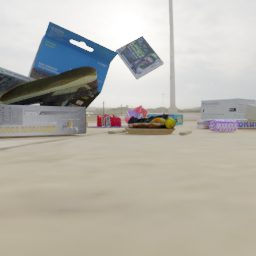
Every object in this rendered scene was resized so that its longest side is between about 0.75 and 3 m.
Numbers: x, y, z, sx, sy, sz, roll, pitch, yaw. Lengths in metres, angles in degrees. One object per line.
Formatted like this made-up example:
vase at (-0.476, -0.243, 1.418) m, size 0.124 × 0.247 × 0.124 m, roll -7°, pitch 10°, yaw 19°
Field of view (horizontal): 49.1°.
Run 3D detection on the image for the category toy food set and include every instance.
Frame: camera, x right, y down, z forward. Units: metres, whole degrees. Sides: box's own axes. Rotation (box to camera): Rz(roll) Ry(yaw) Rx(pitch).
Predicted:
toy food set at (0.548, -0.061, 6.910) m, size 1.928 × 0.387 × 1.331 m, roll 1°, pitch 2°, yaw 18°

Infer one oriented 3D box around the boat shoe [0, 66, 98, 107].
boat shoe at (-1.976, -0.887, 7.413) m, size 2.562 × 0.842 × 0.916 m, roll -21°, pitch 32°, yaw -14°

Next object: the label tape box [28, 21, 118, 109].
label tape box at (-1.837, -1.559, 8.398) m, size 2.044 × 0.897 × 2.834 m, roll 19°, pitch -27°, yaw -22°

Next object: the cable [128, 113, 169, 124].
cable at (0.947, -0.365, 12.917) m, size 1.951 × 0.608 × 2.392 m, roll 1°, pitch 2°, yaw 17°

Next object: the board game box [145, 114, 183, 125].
board game box at (1.649, -0.467, 16.199) m, size 1.998 × 0.621 × 2.646 m, roll -1°, pitch 2°, yaw -19°

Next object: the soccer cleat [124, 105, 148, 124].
soccer cleat at (0.256, -0.497, 15.343) m, size 0.870 × 0.997 × 2.608 m, roll 39°, pitch -21°, yaw -9°

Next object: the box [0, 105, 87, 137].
box at (-2.458, -0.152, 6.104) m, size 2.529 × 0.611 × 2.003 m, roll -1°, pitch 2°, yaw -35°

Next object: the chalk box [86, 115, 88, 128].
chalk box at (-1.943, -0.261, 11.307) m, size 0.527 × 0.530 × 0.851 m, roll 0°, pitch 3°, yaw 1°

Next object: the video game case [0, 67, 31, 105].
video game case at (-3.839, -0.681, 6.998) m, size 2.382 × 0.263 × 2.168 m, roll -35°, pitch -4°, yaw 7°

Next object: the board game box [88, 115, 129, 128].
board game box at (-0.861, -0.318, 12.653) m, size 2.266 × 0.558 × 2.868 m, roll -2°, pitch 3°, yaw -44°

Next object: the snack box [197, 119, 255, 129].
snack box at (4.150, -0.158, 10.508) m, size 2.941 × 0.358 × 1.057 m, roll -1°, pitch 2°, yaw -16°

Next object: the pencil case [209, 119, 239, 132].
pencil case at (2.638, -0.071, 7.692) m, size 0.835 × 0.350 × 0.357 m, roll -2°, pitch -25°, yaw -21°

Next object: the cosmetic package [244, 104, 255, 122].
cosmetic package at (4.768, -0.381, 9.374) m, size 0.761 × 0.537 × 1.469 m, roll -2°, pitch 17°, yaw -37°

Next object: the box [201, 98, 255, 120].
box at (5.563, -0.859, 15.584) m, size 2.203 × 1.440 × 2.191 m, roll -1°, pitch 2°, yaw -40°

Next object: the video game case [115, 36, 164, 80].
video game case at (0.424, -2.564, 10.128) m, size 1.244 × 1.368 × 0.160 m, roll -33°, pitch -11°, yaw -17°
